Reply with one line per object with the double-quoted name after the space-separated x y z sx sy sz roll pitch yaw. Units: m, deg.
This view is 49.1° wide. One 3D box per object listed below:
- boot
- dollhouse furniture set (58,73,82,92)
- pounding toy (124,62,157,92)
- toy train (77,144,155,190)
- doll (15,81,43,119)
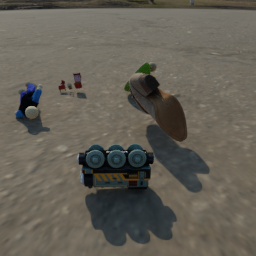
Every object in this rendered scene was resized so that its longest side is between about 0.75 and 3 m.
0.652 -0.515 6.768 0.662 1.885 1.378 -28 3 -11 "boot"
-1.949 -1.538 9.397 0.795 0.323 0.428 -10 66 -2 "dollhouse furniture set"
0.538 -1.517 9.132 0.686 1.141 1.478 42 28 2 "pounding toy"
-0.202 0.691 4.849 1.333 0.759 0.568 0 12 -6 "toy train"
-2.711 -0.773 7.724 1.119 0.397 1.640 -44 37 9 "doll"
